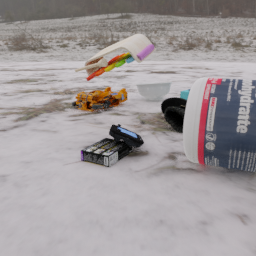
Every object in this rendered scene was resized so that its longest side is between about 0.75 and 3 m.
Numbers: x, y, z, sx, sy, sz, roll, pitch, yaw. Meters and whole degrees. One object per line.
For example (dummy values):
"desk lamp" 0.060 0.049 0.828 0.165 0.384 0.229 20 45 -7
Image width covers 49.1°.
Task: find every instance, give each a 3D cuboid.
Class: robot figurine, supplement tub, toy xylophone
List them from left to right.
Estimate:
"robot figurine" -1.251 -1.313 12.444 1.849 0.742 2.550 10 19 34
"toy xylophone" -0.547 -2.149 8.950 1.963 0.674 2.681 -42 24 -28
"supplement tub" 2.745 -0.037 6.016 2.821 1.980 1.980 7 18 21

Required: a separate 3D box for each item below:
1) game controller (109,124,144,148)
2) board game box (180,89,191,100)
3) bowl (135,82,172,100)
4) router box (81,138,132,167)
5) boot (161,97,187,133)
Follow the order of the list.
"game controller" -0.048 0.176 7.429 0.900 0.363 1.724 14 5 -3
"board game box" 4.024 -1.394 12.932 2.594 0.609 1.958 13 21 37
"bowl" 1.291 -1.820 13.825 1.823 0.819 1.823 -4 9 1
"router box" -0.509 0.572 6.940 0.827 0.283 1.109 9 19 28
"boot" 1.646 -0.513 9.654 2.128 0.801 1.591 16 23 42
